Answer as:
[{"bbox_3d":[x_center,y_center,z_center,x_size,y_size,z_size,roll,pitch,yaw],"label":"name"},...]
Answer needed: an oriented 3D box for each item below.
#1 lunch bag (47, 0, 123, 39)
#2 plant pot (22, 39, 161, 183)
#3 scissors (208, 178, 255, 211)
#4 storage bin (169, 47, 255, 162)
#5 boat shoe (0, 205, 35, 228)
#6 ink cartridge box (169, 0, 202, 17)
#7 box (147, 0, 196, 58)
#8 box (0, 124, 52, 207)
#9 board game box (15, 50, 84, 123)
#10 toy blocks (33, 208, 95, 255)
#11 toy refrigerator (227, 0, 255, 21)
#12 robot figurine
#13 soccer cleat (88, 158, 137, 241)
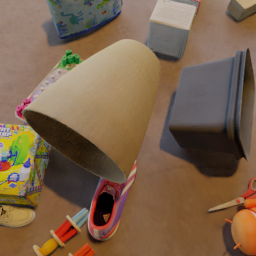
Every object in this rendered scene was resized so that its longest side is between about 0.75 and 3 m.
[{"bbox_3d":[-1.573,-4.944,10.215,2.810,2.389,1.790,-18,64,-9],"label":"lunch bag"},{"bbox_3d":[-0.464,-0.650,6.819,2.764,2.764,2.951,28,68,14],"label":"plant pot"},{"bbox_3d":[3.158,2.028,7.683,1.998,0.139,0.731,-26,66,-21],"label":"scissors"},{"bbox_3d":[2.547,-0.600,8.310,2.002,2.169,2.981,0,58,32],"label":"storage bin"},{"bbox_3d":[-3.267,2.283,7.436,1.506,0.495,0.542,5,57,4],"label":"boat shoe"},{"bbox_3d":[2.498,-5.854,11.576,1.430,0.829,2.455,18,65,10],"label":"ink cartridge box"},{"bbox_3d":[1.531,-3.543,10.015,1.419,1.412,1.216,17,63,9],"label":"box"},{"bbox_3d":[-3.404,1.002,7.724,2.008,1.225,1.934,4,61,2],"label":"box"},{"bbox_3d":[-1.393,-0.878,8.696,2.966,0.384,2.965,27,60,5],"label":"board game box"},{"bbox_3d":[-1.377,2.922,7.075,1.561,0.567,1.301,-40,69,-19],"label":"toy blocks"},{"bbox_3d":[5.044,-5.155,11.305,1.982,0.693,0.752,-31,73,-15],"label":"toy refrigerator"},{"bbox_3d":[3.452,2.543,6.980,1.918,1.119,1.380,-3,92,-3],"label":"robot figurine"},{"bbox_3d":[-0.372,1.512,7.547,0.972,1.043,2.851,14,63,7],"label":"soccer cleat"}]
